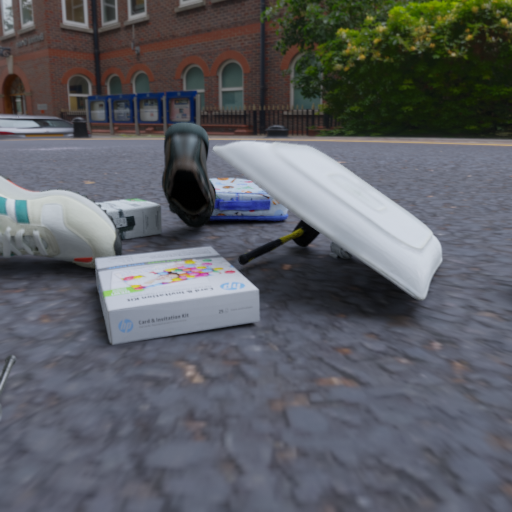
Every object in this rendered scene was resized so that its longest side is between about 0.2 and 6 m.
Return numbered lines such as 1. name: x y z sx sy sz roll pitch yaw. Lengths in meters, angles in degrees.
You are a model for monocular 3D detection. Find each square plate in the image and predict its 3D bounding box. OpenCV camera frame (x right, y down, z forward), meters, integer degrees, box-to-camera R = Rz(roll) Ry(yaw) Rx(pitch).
1. square plate: 1.225 -0.718 7.495 2.968 0.422 2.940 38 21 13

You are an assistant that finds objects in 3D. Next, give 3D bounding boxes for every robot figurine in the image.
1. robot figurine: 1.347 -0.127 8.736 0.448 0.298 0.528 -38 24 -9

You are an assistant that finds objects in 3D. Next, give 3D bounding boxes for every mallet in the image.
1. mallet: 0.356 -0.175 8.745 1.868 0.615 0.384 -28 73 -38

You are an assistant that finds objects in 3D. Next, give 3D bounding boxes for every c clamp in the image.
1. c clamp: -2.741 1.251 3.702 1.983 0.269 1.694 -3 20 -16

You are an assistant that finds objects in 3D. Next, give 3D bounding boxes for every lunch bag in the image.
1. lunch bag: -0.381 -1.137 11.726 2.046 0.773 1.639 -1 17 -9

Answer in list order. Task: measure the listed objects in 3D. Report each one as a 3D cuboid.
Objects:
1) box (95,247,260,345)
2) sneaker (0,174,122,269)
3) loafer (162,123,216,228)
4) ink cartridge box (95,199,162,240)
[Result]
1. box: -1.022 0.374 6.570 1.570 0.415 2.014 -7 17 -17
2. sneaker: -3.560 -0.292 7.867 3.362 1.184 1.572 21 45 15
3. loafer: -1.202 -1.124 9.641 0.960 0.840 2.672 1 -28 -1
4. ink cartridge box: -2.557 -0.650 10.181 1.379 0.573 1.011 -11 18 -36
